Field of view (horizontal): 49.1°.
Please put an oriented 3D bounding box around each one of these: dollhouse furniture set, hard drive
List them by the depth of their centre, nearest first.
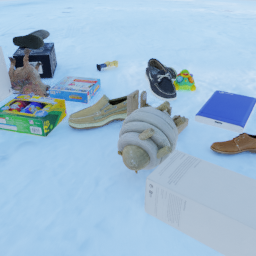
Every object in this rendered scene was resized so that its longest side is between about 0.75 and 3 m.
[{"bbox_3d":[1.031,-0.568,9.268,1.580,1.287,1.502,19,36,29],"label":"dollhouse furniture set"},{"bbox_3d":[3.706,-0.700,10.429,1.653,0.318,2.505,17,35,26],"label":"hard drive"}]

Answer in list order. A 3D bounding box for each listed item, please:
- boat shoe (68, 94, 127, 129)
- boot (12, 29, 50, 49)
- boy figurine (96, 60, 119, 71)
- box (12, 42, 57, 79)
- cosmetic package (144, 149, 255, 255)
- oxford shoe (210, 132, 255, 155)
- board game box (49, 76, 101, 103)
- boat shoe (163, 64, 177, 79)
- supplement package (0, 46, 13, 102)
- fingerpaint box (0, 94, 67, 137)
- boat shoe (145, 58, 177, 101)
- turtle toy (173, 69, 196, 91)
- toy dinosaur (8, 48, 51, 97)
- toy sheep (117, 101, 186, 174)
[{"bbox_3d":[-0.841,-0.715,9.788,2.636,1.004,0.945,-16,35,-25],"label":"boat shoe"},{"bbox_3d":[-4.580,-4.557,14.260,1.844,0.736,2.028,13,25,16],"label":"boot"},{"bbox_3d":[-1.057,-3.299,14.689,1.232,0.397,0.766,-19,27,-32],"label":"boy figurine"},{"bbox_3d":[-4.583,-3.422,14.085,1.707,1.232,2.301,-4,30,-7],"label":"box"},{"bbox_3d":[1.778,1.577,5.869,2.582,1.095,1.389,23,37,31],"label":"cosmetic package"},{"bbox_3d":[3.263,0.411,8.301,1.672,0.596,0.596,-5,26,-2],"label":"oxford shoe"},{"bbox_3d":[-2.207,-1.672,11.912,1.675,0.468,1.640,7,31,12],"label":"board game box"},{"bbox_3d":[1.771,-2.681,13.547,0.557,0.606,1.695,-22,35,-16],"label":"boat shoe"},{"bbox_3d":[-6.569,-1.843,10.601,2.835,2.085,2.711,7,31,13],"label":"supplement package"},{"bbox_3d":[-3.346,-0.499,9.736,1.894,0.695,1.580,9,32,14],"label":"fingerpaint box"},{"bbox_3d":[1.428,-2.163,12.204,1.034,0.845,2.799,-3,37,-11],"label":"boat shoe"},{"bbox_3d":[2.538,-2.167,12.518,0.996,0.691,1.367,3,31,6],"label":"turtle toy"},{"bbox_3d":[-4.609,-2.098,12.101,2.937,1.990,1.261,-2,-20,38],"label":"toy dinosaur"},{"bbox_3d":[0.605,0.181,7.593,1.742,1.742,2.527,16,44,25],"label":"toy sheep"}]
